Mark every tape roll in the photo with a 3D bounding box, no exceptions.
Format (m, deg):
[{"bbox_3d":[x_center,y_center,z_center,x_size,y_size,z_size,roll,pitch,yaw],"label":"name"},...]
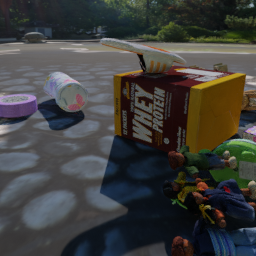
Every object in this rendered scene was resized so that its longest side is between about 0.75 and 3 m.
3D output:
[{"bbox_3d":[-4.084,-0.829,10.217,1.456,0.478,1.456,-1,21,0],"label":"tape roll"}]

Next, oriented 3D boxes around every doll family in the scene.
[{"bbox_3d":[1.212,1.161,4.378,1.378,0.935,2.383,2,23,-8],"label":"doll family"}]

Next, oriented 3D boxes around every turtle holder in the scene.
[{"bbox_3d":[2.114,0.724,5.586,1.320,1.003,0.937,-31,-2,39],"label":"turtle holder"}]

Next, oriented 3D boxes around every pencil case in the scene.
[{"bbox_3d":[-2.502,-1.472,11.024,1.207,1.107,2.662,-12,24,-26],"label":"pencil case"}]

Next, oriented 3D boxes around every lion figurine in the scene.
[{"bbox_3d":[4.478,-1.096,10.650,1.550,0.917,2.531,7,7,38],"label":"lion figurine"}]

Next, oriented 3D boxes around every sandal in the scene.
[{"bbox_3d":[0.374,-1.865,7.542,2.360,0.676,0.904,9,22,-12],"label":"sandal"}]

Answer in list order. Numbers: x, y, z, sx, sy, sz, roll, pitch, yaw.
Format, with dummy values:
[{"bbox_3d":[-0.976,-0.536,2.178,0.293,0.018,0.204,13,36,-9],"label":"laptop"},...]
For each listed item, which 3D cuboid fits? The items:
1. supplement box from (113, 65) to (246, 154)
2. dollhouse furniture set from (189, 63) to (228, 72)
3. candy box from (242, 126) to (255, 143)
[{"bbox_3d":[1.419,-0.653,7.901,2.643,1.755,2.607,18,27,39],"label":"supplement box"},{"bbox_3d":[3.623,-2.294,13.634,2.373,1.236,2.399,-12,20,2],"label":"dollhouse furniture set"},{"bbox_3d":[3.657,0.250,7.606,0.687,0.293,0.819,-17,26,-37],"label":"candy box"}]
